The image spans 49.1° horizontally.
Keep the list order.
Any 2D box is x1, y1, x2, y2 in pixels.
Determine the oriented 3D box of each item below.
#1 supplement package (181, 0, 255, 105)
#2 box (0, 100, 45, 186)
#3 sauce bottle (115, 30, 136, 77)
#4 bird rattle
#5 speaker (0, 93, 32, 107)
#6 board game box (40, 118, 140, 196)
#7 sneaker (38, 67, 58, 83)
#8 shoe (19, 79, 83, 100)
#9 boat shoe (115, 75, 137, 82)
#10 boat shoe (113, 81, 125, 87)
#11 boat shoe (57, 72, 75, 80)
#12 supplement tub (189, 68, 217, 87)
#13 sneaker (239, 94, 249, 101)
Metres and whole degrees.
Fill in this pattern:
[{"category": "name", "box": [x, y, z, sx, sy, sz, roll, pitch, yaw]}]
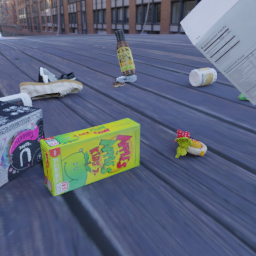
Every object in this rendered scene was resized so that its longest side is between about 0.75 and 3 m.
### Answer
[{"category": "supplement package", "box": [2.860, -2.283, 7.148, 2.309, 1.698, 2.208, 37, 27, -21]}, {"category": "box", "box": [-3.539, 0.482, 6.859, 1.743, 1.513, 2.637, 12, 27, 23]}, {"category": "sauce bottle", "box": [-0.153, -2.934, 11.046, 0.573, 1.770, 0.573, -15, 5, 1]}, {"category": "bird rattle", "box": [1.805, 0.534, 8.212, 0.978, 0.676, 1.200, 19, 14, 13]}, {"category": "speaker", "box": [-4.739, -0.805, 10.813, 0.779, 0.779, 1.919, 20, 29, 38]}, {"category": "board game box", "box": [-0.824, 0.636, 6.855, 2.394, 1.216, 0.570, -15, 27, -31]}, {"category": "sneaker", "box": [-4.366, -2.655, 15.233, 0.936, 0.873, 2.362, -1, 27, -26]}, {"category": "shoe", "box": [-3.548, -1.727, 13.170, 2.882, 0.769, 1.008, -5, -14, -20]}, {"category": "boat shoe", "box": [-0.134, -2.825, 16.053, 1.269, 0.444, 0.420, -17, 29, -19]}, {"category": "boat shoe", "box": [-0.488, -2.432, 15.226, 0.833, 0.300, 0.300, -17, 28, -35]}, {"category": "boat shoe", "box": [-3.654, -2.956, 16.223, 0.540, 0.479, 1.446, 20, 30, 39]}, {"category": "supplement tub", "box": [4.087, -2.771, 15.221, 1.274, 0.922, 0.922, -13, 26, -26]}, {"category": "sneaker", "box": [5.551, -1.393, 12.721, 0.962, 0.356, 0.402, 5, 20, 11]}]
